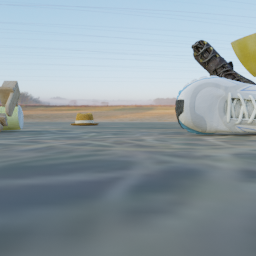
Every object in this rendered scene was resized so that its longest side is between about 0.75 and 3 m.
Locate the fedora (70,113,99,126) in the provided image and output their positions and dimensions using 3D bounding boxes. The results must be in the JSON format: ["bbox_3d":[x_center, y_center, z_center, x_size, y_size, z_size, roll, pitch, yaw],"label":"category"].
[{"bbox_3d":[-1.832,-0.373,11.836,1.325,0.540,1.325,0,1,0],"label":"fedora"}]

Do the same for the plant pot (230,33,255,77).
[{"bbox_3d":[2.679,-1.456,5.479,1.133,0.805,1.133,-15,6,2],"label":"plant pot"}]

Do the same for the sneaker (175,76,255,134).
[{"bbox_3d":[1.735,-0.280,3.778,2.252,0.844,0.976,-1,7,-20],"label":"sneaker"}]

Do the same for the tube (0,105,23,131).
[{"bbox_3d":[-2.919,-0.136,5.138,1.839,0.477,0.533,-5,-36,-10],"label":"tube"}]

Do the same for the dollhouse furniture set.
[{"bbox_3d":[-2.516,-0.193,4.143,1.705,0.884,0.755,0,41,-6],"label":"dollhouse furniture set"}]

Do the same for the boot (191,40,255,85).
[{"bbox_3d":[2.490,-1.271,7.160,1.020,2.564,2.945,-41,-17,17],"label":"boot"}]
